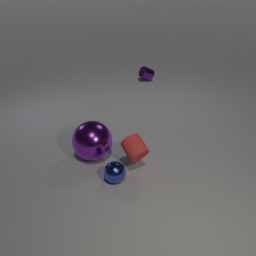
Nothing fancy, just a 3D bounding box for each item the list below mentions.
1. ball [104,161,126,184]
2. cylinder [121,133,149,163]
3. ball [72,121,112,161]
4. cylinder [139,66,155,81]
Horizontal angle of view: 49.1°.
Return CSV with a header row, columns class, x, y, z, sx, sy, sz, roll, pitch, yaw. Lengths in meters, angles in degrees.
class,x,y,z,sx,sy,sz,roll,pitch,yaw
ball,-0.411,1.387,8.795,0.700,0.700,0.700,0,29,0
cylinder,0.223,0.640,9.042,0.700,0.700,0.700,-19,65,-30
ball,-1.243,0.440,9.752,1.400,1.400,1.400,0,29,0
cylinder,1.121,-3.289,16.907,0.700,0.700,0.700,15,18,-34
